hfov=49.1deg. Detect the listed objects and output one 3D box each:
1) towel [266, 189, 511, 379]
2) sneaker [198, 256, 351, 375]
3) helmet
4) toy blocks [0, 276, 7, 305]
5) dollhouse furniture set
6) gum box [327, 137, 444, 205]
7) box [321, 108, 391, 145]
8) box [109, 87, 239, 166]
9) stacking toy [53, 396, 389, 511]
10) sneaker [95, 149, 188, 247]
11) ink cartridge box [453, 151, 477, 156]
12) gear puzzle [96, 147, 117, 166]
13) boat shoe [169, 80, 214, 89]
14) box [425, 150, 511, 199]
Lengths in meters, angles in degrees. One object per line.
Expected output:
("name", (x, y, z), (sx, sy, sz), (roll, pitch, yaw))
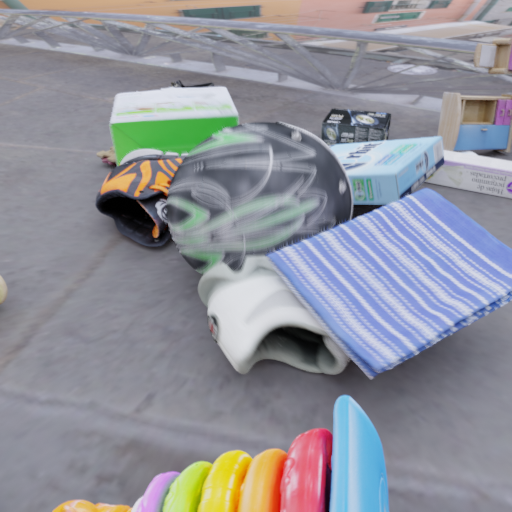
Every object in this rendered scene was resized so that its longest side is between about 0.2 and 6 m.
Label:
("towel", (1.659, 0.116, 6.220), (2.545, 0.303, 1.842), (-23, 52, -25))
("sneaker", (1.063, 0.725, 6.635), (3.276, 1.214, 1.450), (-9, 49, -13))
("helmet", (-0.001, -0.666, 7.517), (2.406, 2.406, 2.293), (-2, 16, -4))
("toy blocks", (-4.175, 0.822, 6.711), (1.570, 0.684, 1.884), (4, 31, 7))
("dollhouse furniture set", (5.269, -2.915, 10.891), (1.784, 2.581, 2.734), (-7, 20, -26))
("gum box", (1.784, -1.542, 10.131), (2.538, 0.565, 2.156), (4, 27, 38))
("box", (2.314, -2.904, 12.960), (1.438, 0.619, 1.178), (10, 33, 16))
("box", (-1.601, -2.540, 11.112), (2.338, 1.131, 2.063), (-7, 30, -8))
("stacking toy", (-0.392, 2.080, 4.189), (2.713, 1.574, 1.489), (-5, 32, 14))
("sneaker", (-0.956, -0.935, 9.169), (3.527, 1.368, 1.976), (-4, 31, 15))
("ink cartridge box", (4.632, -1.894, 11.610), (1.179, 0.279, 0.943), (4, 30, 11))
("gear puzzle", (-1.980, -1.896, 11.605), (2.602, 0.341, 1.348), (22, 40, 31))
("boat shoe", (-2.114, -4.623, 15.776), (1.998, 0.662, 0.698), (1, 31, 1))
("box", (3.796, -1.718, 11.041), (2.902, 0.561, 0.601), (15, 34, 23))
